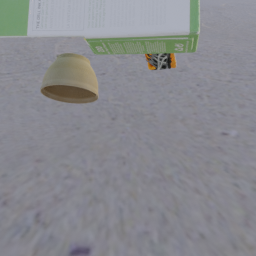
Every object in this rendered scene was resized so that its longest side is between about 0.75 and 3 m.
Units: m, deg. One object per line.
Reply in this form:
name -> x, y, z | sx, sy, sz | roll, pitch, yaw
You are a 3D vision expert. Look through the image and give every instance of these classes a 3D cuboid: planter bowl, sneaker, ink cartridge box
planter bowl -> -0.798, -0.716, 3.979 | 0.806, 0.542, 0.806 | 4, -13, 1
sneaker -> 0.719, -1.899, 6.734 | 0.746, 1.932, 0.756 | -14, 69, 10
ink cartridge box -> -0.406, -1.777, 3.258 | 2.432, 1.770, 0.583 | 1, -6, 9
